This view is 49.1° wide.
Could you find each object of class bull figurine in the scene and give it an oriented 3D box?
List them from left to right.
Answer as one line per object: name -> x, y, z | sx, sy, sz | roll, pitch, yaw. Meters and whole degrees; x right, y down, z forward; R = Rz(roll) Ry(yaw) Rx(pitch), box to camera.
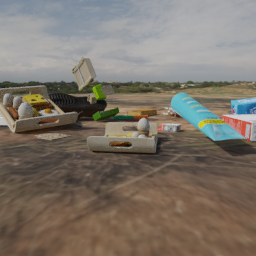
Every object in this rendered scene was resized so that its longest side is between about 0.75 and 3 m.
bull figurine -> 2.207, -0.813, 13.046 | 0.959, 0.514, 1.580 | 8, 11, 41

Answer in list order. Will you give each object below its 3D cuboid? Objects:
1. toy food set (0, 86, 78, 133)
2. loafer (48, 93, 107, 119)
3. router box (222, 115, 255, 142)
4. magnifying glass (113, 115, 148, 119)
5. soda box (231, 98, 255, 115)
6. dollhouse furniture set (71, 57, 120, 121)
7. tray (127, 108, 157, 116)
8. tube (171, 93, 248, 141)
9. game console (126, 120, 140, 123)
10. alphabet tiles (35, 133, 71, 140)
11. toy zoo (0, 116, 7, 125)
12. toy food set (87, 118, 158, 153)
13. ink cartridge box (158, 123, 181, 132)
toy food set -> -3.211, -0.818, 9.503 | 1.993, 0.839, 2.778 | -12, 33, -35
loafer -> -2.273, -0.747, 11.580 | 2.785, 0.989, 1.017 | 3, 36, -17
router box -> 4.026, -0.045, 7.956 | 2.076, 0.507, 1.863 | -1, 9, -3
magnifying glass -> 0.102, -0.477, 12.045 | 1.490, 0.167, 0.593 | 1, 8, -1
soda box -> 5.061, -0.669, 9.983 | 2.482, 0.796, 0.842 | -6, 15, 7
dollhouse furniture set -> -1.232, -1.570, 11.140 | 0.944, 2.444, 1.222 | -18, -6, -37
tray -> 0.697, -0.748, 13.428 | 0.759, 0.285, 1.538 | 5, 11, 32
tube -> 1.720, -0.213, 6.518 | 0.838, 0.545, 2.164 | -6, 28, -19
game console -> 0.270, -0.166, 10.189 | 0.795, 0.123, 0.703 | 1, 12, 8
alphabet tiles -> -2.144, 0.228, 7.793 | 0.858, 0.032, 0.717 | 5, 11, 34
toy zoo -> -3.781, -0.370, 10.730 | 1.902, 0.297, 2.899 | 0, 8, -1
toy food set -> -0.029, 0.116, 6.602 | 1.418, 0.597, 1.976 | 1, 9, 8
ink cartridge box -> 1.232, -0.027, 8.883 | 0.786, 0.198, 0.428 | 6, 10, 27
